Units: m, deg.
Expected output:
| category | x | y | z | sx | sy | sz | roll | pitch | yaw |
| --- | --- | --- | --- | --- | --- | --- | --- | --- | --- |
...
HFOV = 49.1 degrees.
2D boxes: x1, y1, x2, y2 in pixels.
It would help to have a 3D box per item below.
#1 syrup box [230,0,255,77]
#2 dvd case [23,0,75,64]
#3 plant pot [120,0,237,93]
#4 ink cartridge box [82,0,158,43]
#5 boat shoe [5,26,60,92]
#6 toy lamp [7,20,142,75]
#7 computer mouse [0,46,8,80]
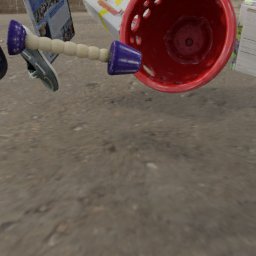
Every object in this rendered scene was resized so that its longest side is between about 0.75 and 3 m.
| category | x | y | z | sx | sy | sz | roll | pitch | yaw |
| --- | --- | --- | --- | --- | --- | --- | --- | --- | --- |
| syrup box | 3.483 | -2.512 | 7.582 | 0.870 | 2.137 | 0.841 | 27 | 63 | 29 |
| dvd case | -2.580 | -3.817 | 9.480 | 0.244 | 2.778 | 1.982 | 15 | 56 | 14 |
| plant pot | 1.210 | -1.978 | 6.119 | 2.240 | 2.240 | 2.040 | 11 | 18 | 20 |
| ink cartridge box | -0.022 | -4.267 | 10.046 | 2.008 | 1.154 | 2.766 | -44 | 74 | -2 |
| boat shoe | -2.363 | -1.569 | 7.049 | 0.726 | 1.995 | 0.616 | 26 | 64 | 29 |
| toy lamp | -0.871 | -1.341 | 4.913 | 2.241 | 0.652 | 0.652 | 7 | 26 | -13 |
| computer mouse | -2.660 | -1.816 | 4.573 | 0.534 | 2.322 | 1.630 | -24 | 19 | 51 |
